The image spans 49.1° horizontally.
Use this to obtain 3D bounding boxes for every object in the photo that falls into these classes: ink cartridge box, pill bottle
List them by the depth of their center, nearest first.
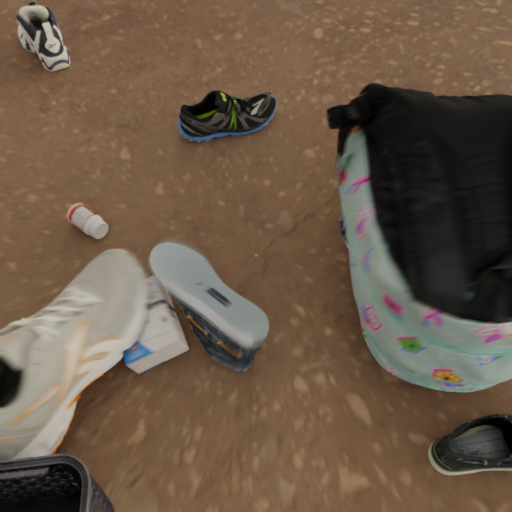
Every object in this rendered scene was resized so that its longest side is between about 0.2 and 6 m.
[{"bbox_3d":[-1.550,0.963,7.941,0.804,0.468,1.112,-27,59,1],"label":"ink cartridge box"},{"bbox_3d":[-2.837,-0.578,9.454,0.680,0.373,0.373,33,58,24],"label":"pill bottle"}]

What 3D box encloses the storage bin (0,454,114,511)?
[{"bbox_3d":[-2.517,3.630,5.393,1.956,1.357,2.894,-5,52,-4],"label":"storage bin"}]

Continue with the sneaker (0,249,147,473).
[{"bbox_3d":[-2.511,1.074,6.976,1.185,1.440,3.131,14,62,25],"label":"sneaker"}]

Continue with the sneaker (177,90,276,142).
[{"bbox_3d":[-0.536,-2.837,10.990,2.054,0.851,0.728,-16,54,-12],"label":"sneaker"}]

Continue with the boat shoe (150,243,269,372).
[{"bbox_3d":[-0.775,0.744,7.875,2.088,0.948,0.739,39,46,21],"label":"boat shoe"}]

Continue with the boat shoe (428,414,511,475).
[{"bbox_3d":[3.050,2.277,6.981,1.756,0.582,0.656,-5,51,-4],"label":"boat shoe"}]

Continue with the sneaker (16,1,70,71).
[{"bbox_3d":[-4.953,-5.216,12.633,0.812,1.323,2.034,-23,54,-18],"label":"sneaker"}]

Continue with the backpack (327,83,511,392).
[{"bbox_3d":[2.765,-0.330,7.774,3.503,2.657,4.198,-1,51,6],"label":"backpack"}]
